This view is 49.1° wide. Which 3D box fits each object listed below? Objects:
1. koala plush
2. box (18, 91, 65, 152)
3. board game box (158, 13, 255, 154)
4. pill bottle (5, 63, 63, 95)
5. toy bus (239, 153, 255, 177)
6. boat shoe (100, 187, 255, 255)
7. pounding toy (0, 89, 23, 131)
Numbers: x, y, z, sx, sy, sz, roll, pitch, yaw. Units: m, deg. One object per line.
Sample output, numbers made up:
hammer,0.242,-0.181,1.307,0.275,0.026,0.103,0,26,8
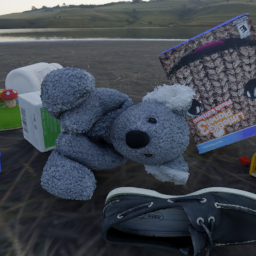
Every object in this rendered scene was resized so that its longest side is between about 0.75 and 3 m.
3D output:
koala plush,-0.021,0.058,6.159,2.910,2.581,2.674,0,4,11
box,-2.336,-0.278,8.268,1.227,1.425,1.432,-17,27,-36
board game box,2.443,-1.145,7.503,2.288,2.870,1.390,-22,13,19
pill bottle,-3.960,-2.085,12.579,1.572,1.572,2.749,7,23,17
toy bus,3.559,0.712,6.651,1.441,0.789,1.527,0,22,0
boat shoe,0.879,1.518,4.303,2.817,1.053,0.934,5,24,14
pounding toy,-4.269,-0.937,10.182,2.034,1.223,2.635,4,22,8
